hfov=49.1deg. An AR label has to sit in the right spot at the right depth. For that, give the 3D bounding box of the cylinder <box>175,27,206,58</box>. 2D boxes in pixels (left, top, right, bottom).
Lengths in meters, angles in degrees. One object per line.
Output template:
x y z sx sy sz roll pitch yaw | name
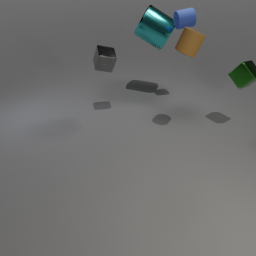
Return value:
1.907 -2.640 8.622 0.700 0.700 0.700 20 27 -10 | cylinder

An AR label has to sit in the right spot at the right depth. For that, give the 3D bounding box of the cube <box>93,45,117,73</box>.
-0.901 -2.666 10.819 0.700 0.700 0.700 4 48 -22 | cube

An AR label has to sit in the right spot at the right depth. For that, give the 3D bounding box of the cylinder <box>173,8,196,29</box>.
2.228 -4.297 11.012 0.700 0.700 0.700 -13 31 -6 | cylinder

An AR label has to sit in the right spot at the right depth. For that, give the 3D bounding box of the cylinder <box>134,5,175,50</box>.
1.201 -4.382 12.275 1.400 1.400 1.400 31 32 -5 | cylinder

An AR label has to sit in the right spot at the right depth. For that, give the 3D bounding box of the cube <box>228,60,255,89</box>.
4.185 -1.898 9.994 0.700 0.700 0.700 -18 73 -40 | cube
